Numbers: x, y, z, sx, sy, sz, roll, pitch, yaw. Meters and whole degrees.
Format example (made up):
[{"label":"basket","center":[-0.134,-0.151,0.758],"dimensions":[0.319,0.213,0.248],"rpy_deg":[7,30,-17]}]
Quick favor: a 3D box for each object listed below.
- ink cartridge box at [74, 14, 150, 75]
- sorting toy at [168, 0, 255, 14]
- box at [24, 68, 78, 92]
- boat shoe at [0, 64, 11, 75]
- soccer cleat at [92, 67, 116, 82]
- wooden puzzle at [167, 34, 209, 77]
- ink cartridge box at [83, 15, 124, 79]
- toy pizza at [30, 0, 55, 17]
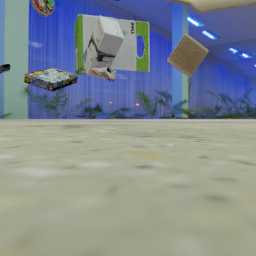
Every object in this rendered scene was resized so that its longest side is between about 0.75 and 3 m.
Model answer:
[{"label":"ink cartridge box","center":[-0.565,-2.834,9.968],"dimensions":[2.533,1.872,0.960],"rpy_deg":[-1,-1,-18]},{"label":"sorting toy","center":[1.276,-2.285,4.651],"dimensions":[1.377,0.271,1.488],"rpy_deg":[-16,40,-18]},{"label":"box","center":[-2.466,-1.610,9.156],"dimensions":[1.047,0.305,1.530],"rpy_deg":[19,24,14]},{"label":"boat shoe","center":[-4.196,-1.961,9.272],"dimensions":[0.285,0.270,0.816],"rpy_deg":[38,31,6]},{"label":"soccer cleat","center":[-0.668,-1.593,7.891],"dimensions":[0.831,0.354,0.285],"rpy_deg":[30,29,27]},{"label":"wooden puzzle","center":[2.010,-2.445,9.495],"dimensions":[1.033,1.115,0.258],"rpy_deg":[32,8,-13]},{"label":"ink cartridge box","center":[-0.774,-2.393,8.366],"dimensions":[0.619,1.471,1.064],"rpy_deg":[9,42,-28]},{"label":"toy pizza","center":[-2.335,-3.618,7.707],"dimensions":[0.166,1.048,1.048],"rpy_deg":[0,2,24]}]
